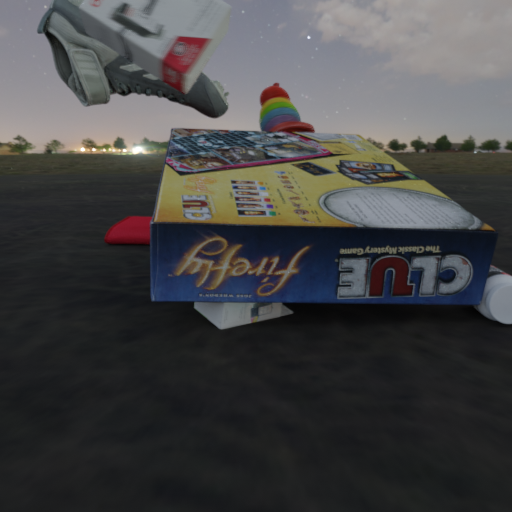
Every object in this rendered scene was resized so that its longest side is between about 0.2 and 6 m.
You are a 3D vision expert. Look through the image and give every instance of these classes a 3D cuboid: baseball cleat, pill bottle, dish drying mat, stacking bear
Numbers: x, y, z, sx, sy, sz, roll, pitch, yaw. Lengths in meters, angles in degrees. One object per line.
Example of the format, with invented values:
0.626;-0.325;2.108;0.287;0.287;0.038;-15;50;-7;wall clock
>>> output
-1.992;-2.948;9.288;3.358;1.787;1.171;33;-6;-36;baseball cleat
2.438;0.390;5.718;0.481;0.481;0.831;0;10;3;pill bottle
-0.861;-0.413;10.523;3.653;0.332;1.403;3;15;8;dish drying mat
0.421;-2.516;10.099;0.788;0.841;1.385;6;51;-25;stacking bear

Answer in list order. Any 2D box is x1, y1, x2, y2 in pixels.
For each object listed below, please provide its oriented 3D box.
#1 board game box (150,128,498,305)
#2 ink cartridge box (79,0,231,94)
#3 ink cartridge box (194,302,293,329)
0.398;-0.804;7.266;3.214;0.821;4.745;1;22;-6;board game box
-1.129;-2.683;6.359;1.376;1.010;0.570;31;-9;-3;ink cartridge box
-0.099;0.431;5.719;0.923;0.311;0.540;-8;24;-36;ink cartridge box
